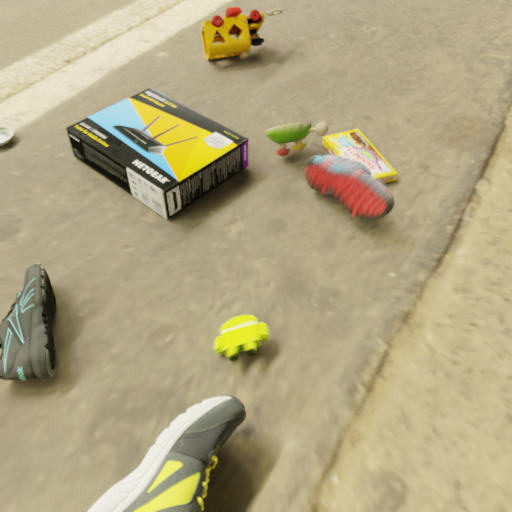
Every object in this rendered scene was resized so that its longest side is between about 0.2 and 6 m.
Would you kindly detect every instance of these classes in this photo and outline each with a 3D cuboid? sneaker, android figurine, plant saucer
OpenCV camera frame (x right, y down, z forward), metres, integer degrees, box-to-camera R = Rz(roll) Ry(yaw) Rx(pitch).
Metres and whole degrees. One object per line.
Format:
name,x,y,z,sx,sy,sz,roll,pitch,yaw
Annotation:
sneaker,2.070,-1.567,11.438,1.100,0.913,2.303,-19,41,-30
sneaker,-1.017,3.103,7.224,1.226,1.079,2.897,36,64,23
android figurine,-0.255,1.323,9.240,0.906,0.204,0.995,-19,30,4
plant saucer,-6.247,-2.836,13.512,0.808,0.203,0.808,0,45,0
sneaker,-3.833,1.033,9.248,0.922,0.877,2.326,-11,46,-8

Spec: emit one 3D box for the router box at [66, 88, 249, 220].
router box,-2.221,-2.449,12.654,3.378,0.862,2.519,33,54,28

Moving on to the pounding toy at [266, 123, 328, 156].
pounding toy,0.905,-2.636,12.771,1.338,0.621,1.032,-11,8,-27

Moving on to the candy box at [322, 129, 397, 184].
candy box,2.356,-2.256,12.910,0.969,0.250,1.896,-16,48,-12

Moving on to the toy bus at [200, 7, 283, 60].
toy bus,-0.531,-6.347,16.286,2.233,1.154,2.107,-3,12,37
